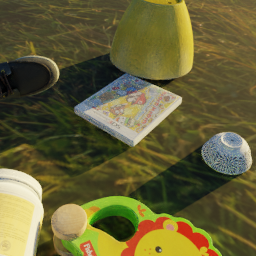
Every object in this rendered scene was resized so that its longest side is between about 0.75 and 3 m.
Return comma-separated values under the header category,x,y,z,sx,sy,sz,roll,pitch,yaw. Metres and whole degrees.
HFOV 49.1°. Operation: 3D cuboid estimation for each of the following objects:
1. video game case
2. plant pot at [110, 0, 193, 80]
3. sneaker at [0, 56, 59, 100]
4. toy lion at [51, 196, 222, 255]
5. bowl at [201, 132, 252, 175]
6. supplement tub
category,x,y,z,sx,sy,sz,roll,pitch,yaw
video game case,0.032,-0.639,7.813,2.068,0.260,2.272,29,50,27
plant pot,0.867,-3.155,9.046,2.848,2.021,2.848,3,40,-3
sneaker,-2.445,-0.775,5.350,2.152,0.805,1.143,-10,25,7
toy lion,0.236,2.107,4.571,2.384,0.854,2.487,-15,44,-26
bowl,2.315,0.455,6.433,1.149,0.539,1.149,0,42,0
supplement tub,-2.112,1.740,4.419,1.371,1.371,1.885,-2,42,-2
